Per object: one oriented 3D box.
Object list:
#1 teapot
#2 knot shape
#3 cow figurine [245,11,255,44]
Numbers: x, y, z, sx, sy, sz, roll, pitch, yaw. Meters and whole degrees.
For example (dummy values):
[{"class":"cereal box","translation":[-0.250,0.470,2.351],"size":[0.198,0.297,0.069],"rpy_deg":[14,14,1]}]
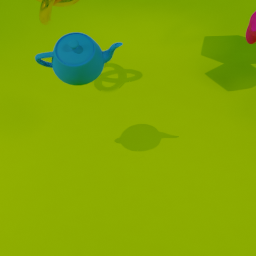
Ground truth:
[{"class":"teapot","translation":[-0.830,-1.242,4.834],"size":[1.495,0.732,0.929],"rpy_deg":[-7,70,-4]},{"class":"knot shape","translation":[-1.641,-3.202,6.460],"size":[1.384,0.683,1.479],"rpy_deg":[-25,62,20]},{"class":"cow figurine","translation":[3.085,-2.425,5.339],"size":[1.683,1.656,0.924],"rpy_deg":[-32,59,-1]}]
